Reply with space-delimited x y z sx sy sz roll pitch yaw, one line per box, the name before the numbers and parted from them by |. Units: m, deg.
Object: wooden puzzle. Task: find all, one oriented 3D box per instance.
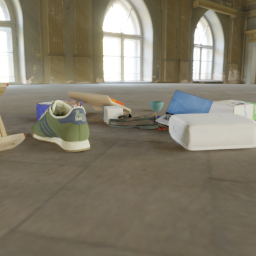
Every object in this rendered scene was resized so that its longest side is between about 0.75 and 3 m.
wooden puzzle | -1.277 -1.238 13.260 2.266 0.456 2.450 9 -7 25

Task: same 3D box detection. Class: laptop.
laptop | 2.027 -0.587 10.103 1.501 0.929 1.604 21 27 24

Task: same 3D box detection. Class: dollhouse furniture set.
dollhouse furniture set | -4.312 0.051 7.713 1.701 1.710 2.427 -12 -13 -48

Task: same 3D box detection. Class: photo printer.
photo printer | 2.638 0.049 8.421 2.384 0.828 1.983 -2 12 -7

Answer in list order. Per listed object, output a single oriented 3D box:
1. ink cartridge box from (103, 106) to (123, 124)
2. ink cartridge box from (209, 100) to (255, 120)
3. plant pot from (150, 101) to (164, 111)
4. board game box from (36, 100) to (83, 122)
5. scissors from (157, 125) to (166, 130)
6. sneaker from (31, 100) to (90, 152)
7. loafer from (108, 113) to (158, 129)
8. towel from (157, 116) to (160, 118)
ink cartridge box | -0.635 -0.560 11.830 0.663 0.660 0.904 -3 12 -16
ink cartridge box | 4.584 -0.733 12.301 1.849 0.809 1.344 -10 17 -34
plant pot | 1.552 -1.173 15.205 0.754 0.508 0.754 0 12 0
board game box | -2.973 -0.746 12.348 1.334 0.811 1.674 4 12 20
scissors | 1.284 -0.037 10.813 0.319 0.061 0.871 -2 11 6
sneaker | -2.086 -0.215 8.511 0.981 1.313 2.926 -10 15 -40
loafer | 0.199 -0.335 10.843 1.958 0.616 0.703 3 12 14
towel | 1.064 -0.345 12.027 0.827 0.205 0.611 -4 19 -19
